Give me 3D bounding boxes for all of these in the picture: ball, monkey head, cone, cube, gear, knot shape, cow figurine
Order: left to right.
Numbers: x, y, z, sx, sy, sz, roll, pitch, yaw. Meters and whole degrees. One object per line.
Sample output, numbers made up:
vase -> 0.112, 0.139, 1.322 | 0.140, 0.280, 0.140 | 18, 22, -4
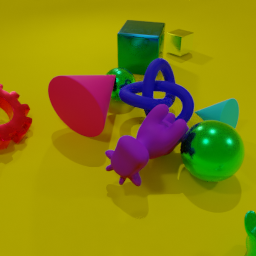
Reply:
gear -> -3.203, -0.345, 6.501 | 1.842, 0.341, 1.842 | 26, 37, -22
cone -> -0.771, -0.915, 6.870 | 1.637, 1.637, 1.643 | 22, 47, 24
ball -> -0.250, -1.224, 7.859 | 0.942, 0.942, 0.942 | 0, 39, 0
cube -> 0.452, -2.675, 9.323 | 1.342, 1.342, 1.342 | 8, 40, 10
cow figurine -> 0.416, 0.370, 5.707 | 0.960, 1.749, 1.721 | 43, 96, 18
knot shape -> 0.832, -0.717, 6.923 | 1.835, 0.848, 1.717 | -36, 82, -27
cube -> 1.900, -3.163, 10.331 | 0.717, 0.717, 0.717 | -29, 44, -34
cone -> 2.030, -0.310, 6.829 | 0.957, 0.953, 0.953 | 16, 39, 43
ball -> 1.663, 0.454, 5.578 | 1.229, 1.229, 1.229 | 0, 39, 0
monkey head -> 1.991, 1.914, 4.167 | 0.878, 0.735, 1.220 | -21, 58, -10
